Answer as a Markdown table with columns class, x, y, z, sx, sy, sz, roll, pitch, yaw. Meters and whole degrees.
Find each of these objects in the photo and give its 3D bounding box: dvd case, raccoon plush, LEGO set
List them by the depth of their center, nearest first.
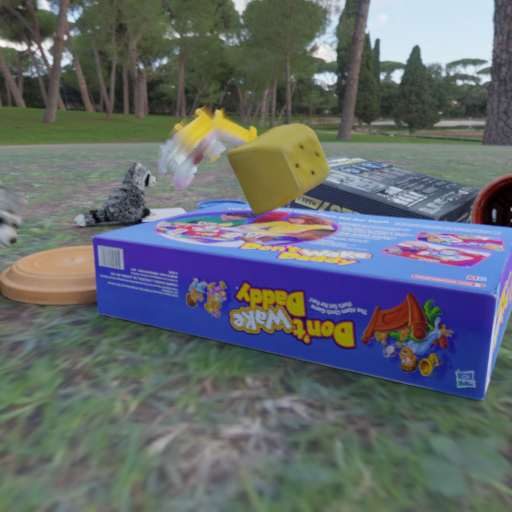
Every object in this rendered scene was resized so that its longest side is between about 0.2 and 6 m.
| class | x | y | z | sx | sy | sz | roll | pitch | yaw |
| --- | --- | --- | --- | --- | --- | --- | --- | --- | --- |
| raccoon plush | -4.593 | -0.648 | 7.997 | 2.529 | 1.695 | 1.224 | 29 | -2 | -4 |
| LEGO set | -0.656 | -1.501 | 8.178 | 2.155 | 0.991 | 0.802 | -20 | -17 | -48 |
| raccoon plush | -3.247 | -1.463 | 12.963 | 1.972 | 1.321 | 0.954 | -15 | 17 | -30 |
| dvd case | -2.294 | -0.958 | 13.794 | 1.220 | 0.150 | 1.710 | -4 | 15 | -16 |

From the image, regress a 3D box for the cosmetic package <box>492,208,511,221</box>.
| class | x | y | z | sx | sy | sz | roll | pitch | yaw |
| --- | --- | --- | --- | --- | --- | --- | --- | --- | --- |
| cosmetic package | 6.304 | -1.136 | 13.879 | 0.745 | 0.458 | 0.743 | -1 | 15 | -9 |

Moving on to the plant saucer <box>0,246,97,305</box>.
| class | x | y | z | sx | sy | sz | roll | pitch | yaw |
| --- | --- | --- | --- | --- | --- | --- | --- | --- | --- |
| plant saucer | -2.737 | 0.218 | 8.782 | 2.373 | 0.383 | 2.373 | 1 | 15 | 0 |

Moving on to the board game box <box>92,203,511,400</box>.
| class | x | y | z | sx | sy | sz | roll | pitch | yaw |
| --- | --- | --- | --- | --- | --- | --- | --- | --- | --- |
| board game box | 0.766 | 0.197 | 7.416 | 4.764 | 1.067 | 3.203 | 8 | 16 | 28 |

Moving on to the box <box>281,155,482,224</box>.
| class | x | y | z | sx | sy | sz | roll | pitch | yaw |
| --- | --- | --- | --- | --- | --- | --- | --- | --- | --- |
| box | 2.497 | -1.109 | 11.436 | 3.250 | 1.051 | 4.121 | 22 | 22 | 25 |

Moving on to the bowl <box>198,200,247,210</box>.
| class | x | y | z | sx | sy | sz | roll | pitch | yaw |
| --- | --- | --- | --- | --- | --- | --- | --- | --- | --- |
| bowl | -0.875 | -1.248 | 14.710 | 1.305 | 0.256 | 1.305 | 0 | 15 | 0 |

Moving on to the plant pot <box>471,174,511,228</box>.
| class | x | y | z | sx | sy | sz | roll | pitch | yaw |
| --- | --- | --- | --- | --- | --- | --- | --- | --- | --- |
| plant pot | 4.929 | -0.744 | 10.530 | 1.570 | 1.570 | 1.527 | 7 | 8 | 24 |

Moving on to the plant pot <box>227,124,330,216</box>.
| class | x | y | z | sx | sy | sz | roll | pitch | yaw |
| --- | --- | --- | --- | --- | --- | --- | --- | --- | --- |
| plant pot | 0.426 | -1.268 | 7.893 | 1.037 | 1.030 | 1.060 | -33 | 16 | -28 |
